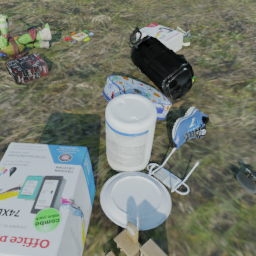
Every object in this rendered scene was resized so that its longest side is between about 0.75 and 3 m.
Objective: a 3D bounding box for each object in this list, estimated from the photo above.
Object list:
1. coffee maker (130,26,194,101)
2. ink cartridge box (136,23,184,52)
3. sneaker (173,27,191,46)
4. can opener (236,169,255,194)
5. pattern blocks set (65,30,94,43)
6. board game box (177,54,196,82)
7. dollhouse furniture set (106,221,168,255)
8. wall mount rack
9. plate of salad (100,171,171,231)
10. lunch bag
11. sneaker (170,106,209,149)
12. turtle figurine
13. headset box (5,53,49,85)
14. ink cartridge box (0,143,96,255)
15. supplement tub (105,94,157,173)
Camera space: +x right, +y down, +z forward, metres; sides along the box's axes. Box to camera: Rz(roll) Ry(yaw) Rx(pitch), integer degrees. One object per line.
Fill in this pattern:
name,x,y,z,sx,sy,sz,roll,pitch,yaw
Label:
coffee maker,1.178,-2.345,10.595,2.200,1.543,2.290,18,25,-48
ink cartridge box,1.543,-4.342,13.737,1.905,0.816,1.406,29,51,29
sneaker,2.404,-4.796,14.216,1.770,0.795,0.593,27,50,25
can opener,3.877,1.845,7.663,0.646,0.511,1.943,-47,51,4
pattern blocks set,-2.530,-4.826,14.744,1.207,0.111,1.373,22,48,21
board game box,2.193,-2.670,12.382,1.073,0.240,2.048,1,43,-9
dollhouse furniture set,-0.278,3.414,5.396,2.554,1.247,2.178,-31,52,-29
wall mount rack,1.326,1.225,8.179,1.437,0.536,1.248,34,41,27
plate of salad,0.201,1.934,7.503,1.908,0.458,1.908,6,37,-4
lunch bag,0.296,-0.979,9.578,2.266,0.856,1.816,4,32,-38
sneaker,2.083,0.021,9.244,0.901,0.794,2.021,25,49,27
turtle figurine,-5.191,-4.451,12.859,2.872,2.131,2.962,-14,55,-24
headset box,-4.269,-2.605,12.096,1.561,0.586,1.160,-29,51,-26
ink cartridge box,-1.995,1.970,6.365,1.946,1.937,2.652,3,44,5
supplement tub,0.047,0.206,8.045,1.388,2.104,1.388,2,46,-2
